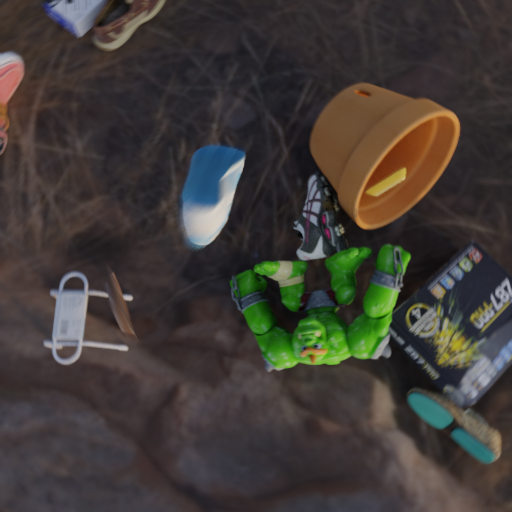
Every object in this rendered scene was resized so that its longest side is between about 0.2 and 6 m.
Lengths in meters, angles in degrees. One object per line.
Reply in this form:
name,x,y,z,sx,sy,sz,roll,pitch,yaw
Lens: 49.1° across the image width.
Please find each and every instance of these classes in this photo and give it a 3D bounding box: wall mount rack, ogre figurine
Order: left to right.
wall mount rack,-3.092,1.169,10.279,1.436,0.616,1.652,1,74,4
ogre figurine,1.134,0.957,9.789,3.175,1.558,1.904,-8,79,3

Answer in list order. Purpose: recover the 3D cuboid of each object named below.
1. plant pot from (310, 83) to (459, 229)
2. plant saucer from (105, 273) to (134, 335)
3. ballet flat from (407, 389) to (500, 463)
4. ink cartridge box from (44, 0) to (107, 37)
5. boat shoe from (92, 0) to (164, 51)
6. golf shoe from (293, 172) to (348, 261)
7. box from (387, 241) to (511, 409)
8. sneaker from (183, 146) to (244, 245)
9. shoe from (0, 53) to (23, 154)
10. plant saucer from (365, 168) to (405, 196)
plant pot,2.196,-1.991,10.388,2.512,2.512,1.759,-37,60,-10
plant saucer,-2.363,0.845,9.621,0.193,1.123,1.123,-18,74,-12
ballet flat,3.485,2.848,9.842,1.805,0.636,0.589,40,50,8
ink cartridge box,-3.595,-5.870,12.398,0.949,0.446,2.019,38,77,9
boat shoe,-2.734,-5.508,12.087,0.834,0.832,2.311,36,77,10
golf shoe,1.089,-0.795,10.536,0.906,0.794,2.056,-23,41,20
box,3.763,1.175,10.053,2.456,0.603,1.980,-37,77,-21
sneaker,-0.699,-1.037,8.762,0.782,0.825,2.044,12,42,6
shoe,-5.343,-2.850,11.324,1.131,0.888,2.486,37,82,9
plant saucer,2.475,-1.356,10.513,0.791,0.791,0.192,-32,88,21
